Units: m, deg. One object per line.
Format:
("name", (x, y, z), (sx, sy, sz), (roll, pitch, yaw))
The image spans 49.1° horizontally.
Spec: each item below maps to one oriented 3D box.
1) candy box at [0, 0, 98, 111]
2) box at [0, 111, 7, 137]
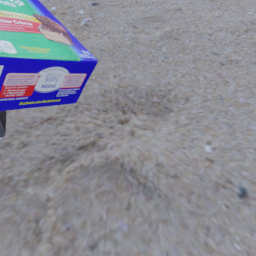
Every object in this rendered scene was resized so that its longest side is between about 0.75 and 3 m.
("candy box", (-1.636, -1.150, 3.256), (2.029, 0.782, 1.716), (46, 31, 19))
("box", (-2.906, -1.205, 4.733), (1.542, 1.337, 2.522), (-1, 70, -17))
